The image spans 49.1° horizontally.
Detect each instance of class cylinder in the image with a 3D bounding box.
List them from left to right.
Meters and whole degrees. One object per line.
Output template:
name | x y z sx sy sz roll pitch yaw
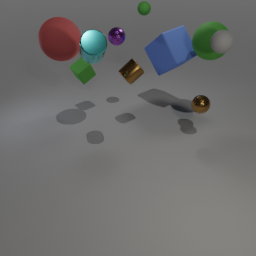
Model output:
cylinder | -0.939 -2.160 7.494 0.700 0.700 0.700 -7 -3 -11
cylinder | 0.119 -2.066 10.315 0.700 0.700 0.700 -42 35 5

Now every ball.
ball | -2.237 -2.923 9.253 1.400 1.400 1.400 0 30 0
ball | -0.451 -3.639 11.141 0.700 0.700 0.700 0 30 0
ball | 0.850 -6.287 14.726 0.700 0.700 0.700 0 30 0
ball | 2.705 -0.877 10.409 0.700 0.700 0.700 0 30 0
ball | 3.137 -3.277 10.579 1.400 1.400 1.400 0 30 0
ball | 2.907 -2.662 8.651 0.700 0.700 0.700 0 30 0

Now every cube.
cube | -1.912 -2.429 11.881 0.700 0.700 0.700 -42 58 -8
cube | 1.855 -3.327 12.123 1.400 1.400 1.400 -30 4 -31
